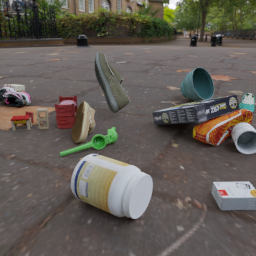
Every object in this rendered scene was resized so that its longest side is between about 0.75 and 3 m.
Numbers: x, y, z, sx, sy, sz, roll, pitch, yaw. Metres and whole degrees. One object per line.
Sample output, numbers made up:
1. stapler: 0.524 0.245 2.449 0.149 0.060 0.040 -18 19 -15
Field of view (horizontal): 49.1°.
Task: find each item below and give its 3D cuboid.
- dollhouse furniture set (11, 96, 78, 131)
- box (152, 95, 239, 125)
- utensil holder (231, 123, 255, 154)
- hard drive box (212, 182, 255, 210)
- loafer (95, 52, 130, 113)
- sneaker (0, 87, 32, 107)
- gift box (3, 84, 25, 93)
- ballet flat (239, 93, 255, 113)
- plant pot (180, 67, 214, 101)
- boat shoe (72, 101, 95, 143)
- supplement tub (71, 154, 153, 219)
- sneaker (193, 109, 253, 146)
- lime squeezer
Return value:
1. dollhouse furniture set: -3.133 -0.596 10.725 2.362 0.961 1.271 -3 21 -8
2. box: 2.373 -0.606 10.163 1.984 0.604 2.461 -18 7 -28
3. utensil holder: 3.641 0.291 8.692 0.762 0.762 0.896 3 19 8
4. hard drive box: 2.358 1.480 6.131 0.841 0.323 0.655 -1 20 -2
5. loafer: -0.676 -1.937 11.596 0.931 2.674 1.005 -18 -9 -14
6. sneaker: -5.609 -1.426 13.228 1.969 0.791 0.850 7 24 22
7. gift box: -5.841 -1.797 14.207 0.900 0.831 0.841 4 12 21
8. ballet flat: 5.444 -1.208 12.756 0.643 0.673 1.911 12 24 19
9. plant pot: 3.359 -2.068 14.076 1.667 1.667 1.117 -17 0 -38
10. boat shoe: -1.454 -0.179 9.826 0.685 0.756 2.122 32 31 -24
11. supplement tub: -0.330 1.198 5.835 1.463 1.056 1.056 14 25 32
12. sneaker: 3.328 -0.168 9.620 2.671 0.975 1.030 -13 22 -33
13. lime squeezer: -0.933 0.331 8.984 0.925 0.494 2.619 14 25 32
